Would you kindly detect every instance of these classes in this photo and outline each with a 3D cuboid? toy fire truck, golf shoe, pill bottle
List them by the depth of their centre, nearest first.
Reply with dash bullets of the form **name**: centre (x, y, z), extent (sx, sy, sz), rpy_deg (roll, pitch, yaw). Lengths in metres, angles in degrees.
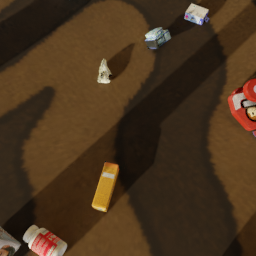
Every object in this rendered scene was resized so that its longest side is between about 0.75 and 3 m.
- **pill bottle**: centre (-2.070, 2.862, 6.956), extent (1.003, 0.563, 0.563), rpy_deg (28, 67, 13)
- **toy fire truck**: centre (4.162, -0.631, 8.496), extent (2.012, 1.128, 1.690), rpy_deg (-14, 83, -6)
- **golf shoe**: centre (-0.760, -1.913, 9.523), extent (0.449, 0.361, 0.923), rpy_deg (10, 68, -14)

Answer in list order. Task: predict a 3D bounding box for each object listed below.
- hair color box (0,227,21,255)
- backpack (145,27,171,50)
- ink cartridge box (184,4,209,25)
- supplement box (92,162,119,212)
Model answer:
- **hair color box**: centre (-3.412, 2.671, 5.840), extent (0.823, 2.714, 1.343), rpy_deg (30, 67, 14)
- **backpack**: centre (1.065, -3.192, 9.852), extent (0.804, 0.591, 0.736), rpy_deg (-34, 26, -20)
- **ink cartridge box**: centre (2.669, -4.306, 10.663), extent (0.861, 0.328, 0.587), rpy_deg (26, 66, 14)
- **supplement box**: centre (-0.603, 1.601, 7.666), extent (0.434, 0.420, 1.262), rpy_deg (11, 63, 6)
